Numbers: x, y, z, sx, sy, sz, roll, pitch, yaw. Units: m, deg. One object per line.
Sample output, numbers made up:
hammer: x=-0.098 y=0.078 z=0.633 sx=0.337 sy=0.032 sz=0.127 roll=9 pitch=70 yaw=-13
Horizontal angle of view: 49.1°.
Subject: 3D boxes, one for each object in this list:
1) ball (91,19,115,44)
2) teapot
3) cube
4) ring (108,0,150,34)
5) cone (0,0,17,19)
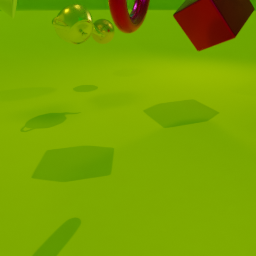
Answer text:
ball: x=-0.901 y=-3.440 z=9.989 sx=0.855 sy=0.855 sz=0.855 roll=0 pitch=25 yaw=0
teapot: x=-1.294 y=-2.627 z=7.300 sx=1.662 sy=1.034 sz=0.814 roll=-13 pitch=57 yaw=-51
cube: x=2.389 y=-3.233 z=7.837 sx=1.354 sy=1.354 sz=1.354 roll=-52 pitch=23 yaw=-22
ring: x=0.046 y=-1.714 z=3.449 sx=0.211 sy=1.055 sz=1.055 roll=14 pitch=28 yaw=19
cone: x=-2.905 y=-2.929 z=6.083 sx=0.864 sy=0.861 sz=0.861 roll=8 pitch=21 yaw=-19
